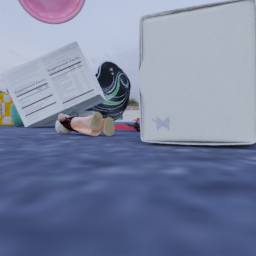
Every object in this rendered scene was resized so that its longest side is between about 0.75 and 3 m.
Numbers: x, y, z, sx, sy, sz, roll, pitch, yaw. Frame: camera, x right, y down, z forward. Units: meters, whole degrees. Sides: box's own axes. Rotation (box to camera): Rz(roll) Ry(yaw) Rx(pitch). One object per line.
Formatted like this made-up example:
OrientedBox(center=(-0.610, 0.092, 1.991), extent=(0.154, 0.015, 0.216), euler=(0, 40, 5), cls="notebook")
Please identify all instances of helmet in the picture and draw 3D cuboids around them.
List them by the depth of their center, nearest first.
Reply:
OrientedBox(center=(-1.157, -1.240, 10.889), extent=(2.374, 2.263, 2.374), euler=(23, -30, 14), cls="helmet")

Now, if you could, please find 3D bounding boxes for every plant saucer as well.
OrientedBox(center=(-1.471, -2.707, 5.360), extent=(1.347, 1.347, 0.341), euler=(0, 26, -18), cls="plant saucer")

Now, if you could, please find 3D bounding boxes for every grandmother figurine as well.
OrientedBox(center=(-0.632, -0.039, 3.552), extent=(0.604, 0.302, 0.997), euler=(33, -22, -34), cls="grandmother figurine")

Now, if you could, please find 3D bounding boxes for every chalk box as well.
OrientedBox(center=(-4.344, -0.694, 11.038), extent=(1.195, 1.204, 1.928), euler=(0, 0, -1), cls="chalk box")

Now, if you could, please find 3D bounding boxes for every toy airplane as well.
OrientedBox(center=(0.274, -0.064, 5.026), extent=(1.243, 0.229, 1.243), euler=(2, 2, 0), cls="toy airplane")

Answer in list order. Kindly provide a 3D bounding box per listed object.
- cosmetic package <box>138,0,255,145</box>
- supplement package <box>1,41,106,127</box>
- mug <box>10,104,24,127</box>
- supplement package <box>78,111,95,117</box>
OrientedBox(center=(0.866, -0.372, 2.695), extent=(0.826, 0.978, 1.893), euler=(1, 3, 28), cls="cosmetic package")
OrientedBox(center=(-1.866, -1.082, 7.874), extent=(2.007, 1.429, 2.577), euler=(-24, 2, 0), cls="supplement package")
OrientedBox(center=(-2.994, -0.456, 8.028), extent=(0.496, 0.802, 0.659), euler=(-10, -25, -1), cls="mug")
OrientedBox(center=(-1.237, -0.275, 8.514), extent=(0.464, 0.465, 0.793), euler=(-1, 2, -3), cls="supplement package")
